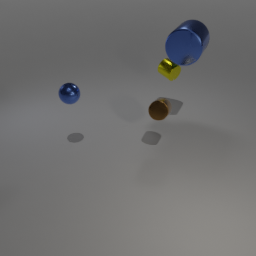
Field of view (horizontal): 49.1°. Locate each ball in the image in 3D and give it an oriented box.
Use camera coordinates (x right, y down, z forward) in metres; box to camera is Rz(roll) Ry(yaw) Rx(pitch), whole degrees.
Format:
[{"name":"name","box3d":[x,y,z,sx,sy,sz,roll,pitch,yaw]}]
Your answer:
[{"name":"ball","box3d":[-1.894,-1.114,9.064,0.700,0.700,0.700,0,29,0]}]

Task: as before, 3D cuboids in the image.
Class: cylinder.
[{"name":"cylinder","box3d":[1.121,-0.659,9.735,0.700,0.700,0.700,9,17,16]},{"name":"cylinder","box3d":[2.298,-3.288,10.762,1.400,1.400,1.400,13,37,21]},{"name":"cylinder","box3d":[1.701,-2.410,11.549,0.700,0.700,0.700,-23,51,-35]}]
